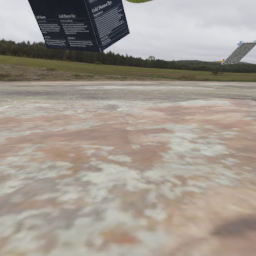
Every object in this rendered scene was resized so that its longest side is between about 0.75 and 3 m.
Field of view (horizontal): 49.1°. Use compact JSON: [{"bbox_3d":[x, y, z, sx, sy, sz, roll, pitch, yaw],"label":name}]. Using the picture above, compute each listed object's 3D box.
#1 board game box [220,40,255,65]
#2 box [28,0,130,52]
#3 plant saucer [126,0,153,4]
[{"bbox_3d":[3.006,-2.052,7.579,0.812,0.105,0.812,-14,-24,-35],"label":"board game box"},{"bbox_3d":[-1.449,-3.366,7.455,2.457,2.237,1.279,17,48,38],"label":"box"},{"bbox_3d":[0.646,-2.819,4.116,2.186,2.186,0.340,12,-18,47],"label":"plant saucer"}]
